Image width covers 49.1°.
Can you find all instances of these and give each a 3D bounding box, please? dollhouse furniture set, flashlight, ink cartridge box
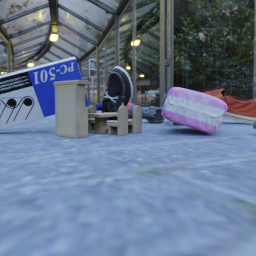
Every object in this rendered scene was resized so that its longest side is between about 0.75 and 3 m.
[{"bbox_3d":[-0.672,-0.399,5.762,1.363,1.033,1.555,4,6,37],"label":"dollhouse furniture set"},{"bbox_3d":[0.461,-0.514,9.545,2.042,0.694,0.691,12,57,51],"label":"flashlight"},{"bbox_3d":[-1.983,-0.698,5.763,2.147,1.009,0.475,-17,22,-8],"label":"ink cartridge box"}]

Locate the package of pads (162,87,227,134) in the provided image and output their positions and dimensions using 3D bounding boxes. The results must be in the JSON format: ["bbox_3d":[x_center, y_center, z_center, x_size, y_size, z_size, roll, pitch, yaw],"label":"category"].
[{"bbox_3d":[1.444,-0.431,6.143,1.155,0.725,1.917,21,11,10],"label":"package of pads"}]

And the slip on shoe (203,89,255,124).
[{"bbox_3d":[2.808,-0.863,8.993,2.813,0.861,1.042,17,16,26],"label":"slip on shoe"}]

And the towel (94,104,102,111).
[{"bbox_3d":[-0.710,-0.714,9.745,1.009,0.250,0.745,-3,5,43],"label":"towel"}]

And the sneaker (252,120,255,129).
[{"bbox_3d":[2.785,-0.029,5.559,0.852,0.328,0.363,19,-44,-28],"label":"sneaker"}]

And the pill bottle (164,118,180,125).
[{"bbox_3d":[1.476,-0.328,8.131,0.804,0.468,0.468,-3,4,14],"label":"pill bottle"}]

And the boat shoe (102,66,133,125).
[{"bbox_3d":[-0.337,-0.678,6.747,0.659,1.784,0.538,39,58,16],"label":"boat shoe"}]
